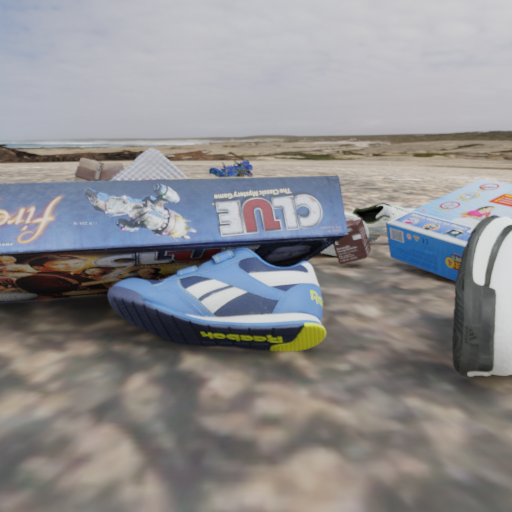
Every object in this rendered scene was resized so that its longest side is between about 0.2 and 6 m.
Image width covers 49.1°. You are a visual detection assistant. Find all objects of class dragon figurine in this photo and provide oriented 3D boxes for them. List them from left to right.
[{"bbox_3d":[-0.757,-1.855,14.689,0.898,1.517,3.051,-3,12,-16],"label":"dragon figurine"}]

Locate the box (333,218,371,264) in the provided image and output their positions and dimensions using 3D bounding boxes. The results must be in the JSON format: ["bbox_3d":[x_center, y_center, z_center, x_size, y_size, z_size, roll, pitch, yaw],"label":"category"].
[{"bbox_3d":[1.458,-0.232,8.659,0.462,0.557,0.457,-15,12,24],"label":"box"}]

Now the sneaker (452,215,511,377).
[{"bbox_3d":[3.119,0.327,4.859,2.000,1.312,3.476,7,12,39],"label":"sneaker"}]

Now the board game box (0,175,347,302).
[{"bbox_3d":[-1.269,-0.104,6.127,3.791,0.656,2.568,-4,-12,-15],"label":"board game box"}]

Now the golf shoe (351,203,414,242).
[{"bbox_3d":[2.501,-0.652,10.237,1.638,0.641,0.796,-6,-27,12],"label":"golf shoe"}]

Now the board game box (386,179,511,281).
[{"bbox_3d":[3.412,-0.351,8.029,2.124,0.606,2.169,-23,26,-24],"label":"board game box"}]

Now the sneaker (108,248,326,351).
[{"bbox_3d":[-0.356,0.380,5.315,2.044,0.841,0.756,5,-27,3],"label":"sneaker"}]

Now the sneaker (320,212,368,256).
[{"bbox_3d":[0.363,-0.713,9.807,2.838,1.045,1.640,15,12,-17],"label":"sneaker"}]

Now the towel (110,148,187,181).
[{"bbox_3d":[-1.448,-0.919,8.203,0.961,1.160,0.497,-49,-1,-29],"label":"towel"}]

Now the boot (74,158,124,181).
[{"bbox_3d":[-3.361,-1.121,10.819,2.058,1.504,0.723,5,1,17],"label":"boot"}]
